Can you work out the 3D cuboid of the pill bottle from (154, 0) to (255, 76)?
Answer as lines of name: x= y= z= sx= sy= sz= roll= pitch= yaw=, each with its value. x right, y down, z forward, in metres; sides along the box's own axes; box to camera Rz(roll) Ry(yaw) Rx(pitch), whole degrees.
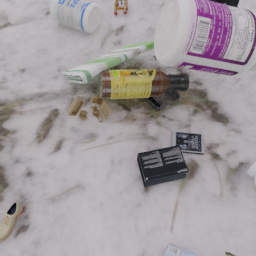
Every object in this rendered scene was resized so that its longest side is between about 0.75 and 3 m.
pill bottle: x=2.089 y=-2.025 z=6.456 sx=2.689 sy=1.510 sz=1.510 roll=5 pitch=53 yaw=-17

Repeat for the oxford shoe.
oxford shoe: x=-2.999 y=2.300 z=6.982 sx=0.338 sy=0.353 sz=0.955 roll=11 pitch=56 yaw=7

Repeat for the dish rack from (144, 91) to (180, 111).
dish rack: x=1.150 y=-1.094 z=9.396 sx=1.157 sy=0.316 sz=0.887 roll=-30 pitch=61 yaw=-20

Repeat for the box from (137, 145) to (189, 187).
box: x=0.942 y=1.052 z=7.769 sx=1.225 sy=0.483 sz=0.865 roll=-10 pitch=57 yaw=-7

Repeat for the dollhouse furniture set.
dollhouse furniture set: x=-1.193 y=-0.493 z=8.634 sx=0.915 sy=0.870 sz=0.746 roll=3 pitch=45 yaw=-43

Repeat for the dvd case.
dvd case: x=1.794 y=0.441 z=8.434 sx=0.946 sy=0.117 sz=0.711 roll=5 pitch=55 yaw=4

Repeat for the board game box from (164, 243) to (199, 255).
board game box: x=1.333 y=3.525 z=6.153 sx=1.437 sy=0.296 sz=1.434 roll=19 pitch=57 yaw=13

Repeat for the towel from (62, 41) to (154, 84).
towel: x=-0.598 y=-2.223 z=9.510 sx=2.943 sy=0.452 sz=2.196 roll=-29 pitch=23 yaw=-20

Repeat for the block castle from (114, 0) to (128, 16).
block castle: x=-0.298 y=-5.303 z=12.296 sx=0.597 sy=0.419 sz=0.893 roll=0 pitch=53 yaw=5

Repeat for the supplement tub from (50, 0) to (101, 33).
supplement tub: x=-2.114 y=-4.661 z=11.379 sx=1.770 sy=1.168 sz=1.168 roll=22 pitch=58 yaw=14

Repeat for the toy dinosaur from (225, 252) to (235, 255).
toy dinosaur: x=3.812 y=3.172 z=6.191 sx=2.969 sy=0.705 sz=1.308 roll=-8 pitch=41 yaw=-5

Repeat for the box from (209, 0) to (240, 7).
box: x=2.023 y=-3.527 z=7.161 sx=1.192 sy=2.247 sz=1.373 roll=-19 pitch=61 yaw=-7

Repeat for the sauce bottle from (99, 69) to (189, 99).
sauce bottle: x=0.509 y=-1.405 z=8.856 sx=2.844 sy=0.920 sz=0.920 roll=-4 pitch=55 yaw=-13

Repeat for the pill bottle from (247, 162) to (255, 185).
pill bottle: x=3.842 y=1.439 z=7.351 sx=0.740 sy=0.740 sz=1.322 roll=-34 pitch=62 yaw=-21
